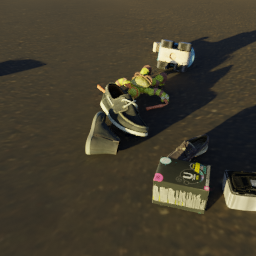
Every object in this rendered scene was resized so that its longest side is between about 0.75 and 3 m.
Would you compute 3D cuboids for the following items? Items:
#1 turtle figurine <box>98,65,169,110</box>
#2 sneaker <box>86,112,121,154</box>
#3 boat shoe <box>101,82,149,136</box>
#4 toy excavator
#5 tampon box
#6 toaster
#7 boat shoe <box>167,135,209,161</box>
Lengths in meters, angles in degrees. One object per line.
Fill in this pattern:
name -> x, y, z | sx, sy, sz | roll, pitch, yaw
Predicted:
turtle figurine -> 0.431, -1.661, 10.320 | 2.726, 0.878, 2.198 | 15, 35, 22
sneaker -> -0.590, 0.176, 7.814 | 0.860, 0.606, 1.620 | 7, 42, 2
boat shoe -> -0.124, -0.596, 8.563 | 0.914, 0.860, 2.545 | 6, 28, -32
toy excavator -> 2.044, -3.546, 13.234 | 2.421, 1.244, 2.490 | 17, 23, 21
tampon box -> 1.149, 1.198, 6.008 | 1.110, 0.700, 0.832 | 9, 34, 14
toaster -> 2.485, 1.337, 5.978 | 0.755, 0.496, 0.835 | 3, 33, 4
boat shoe -> 1.533, 0.556, 7.187 | 1.478, 0.479, 0.532 | -22, 46, -30
